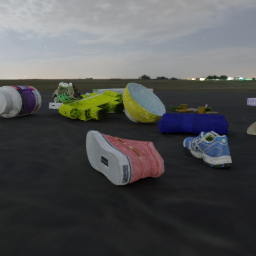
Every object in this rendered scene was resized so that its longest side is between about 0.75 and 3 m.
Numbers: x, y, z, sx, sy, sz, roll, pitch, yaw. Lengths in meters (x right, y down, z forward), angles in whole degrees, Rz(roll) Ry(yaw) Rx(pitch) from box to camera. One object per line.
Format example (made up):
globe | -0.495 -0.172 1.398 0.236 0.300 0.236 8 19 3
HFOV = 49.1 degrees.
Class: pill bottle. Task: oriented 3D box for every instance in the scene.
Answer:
pill bottle | -4.603 -1.080 11.324 1.236 1.236 2.218 2 9 13

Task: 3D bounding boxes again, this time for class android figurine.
android figurine | -1.476 -0.934 11.093 2.521 0.569 2.770 -22 28 -34

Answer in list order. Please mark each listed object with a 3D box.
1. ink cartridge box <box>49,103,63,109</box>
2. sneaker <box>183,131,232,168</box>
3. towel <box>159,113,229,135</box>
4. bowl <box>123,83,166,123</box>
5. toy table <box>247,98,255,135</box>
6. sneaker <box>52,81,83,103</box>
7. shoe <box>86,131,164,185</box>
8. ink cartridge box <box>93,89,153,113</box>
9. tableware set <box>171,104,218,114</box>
ink cartridge box | -2.837 -0.856 12.413 1.271 0.322 1.442 -2 15 -14
sneaker | 1.433 0.301 5.086 0.515 0.524 1.360 -4 9 -16
towel | 1.804 -0.070 7.862 1.826 0.452 1.349 2 16 13
bowl | 0.398 -0.702 9.596 1.607 0.865 1.607 29 30 -19
toy table | 3.790 -0.236 6.917 1.571 1.001 1.709 -5 10 -29
sneaker | -2.404 -1.218 10.854 0.904 0.785 2.041 -46 27 -12
shoe | -0.109 0.415 4.406 0.725 0.569 1.593 -3 15 -26
ink cartridge box | -0.267 -1.366 13.593 2.524 1.104 1.834 -2 9 -21
tableware set | 3.075 -0.949 13.415 1.493 0.340 2.216 -4 10 -20
